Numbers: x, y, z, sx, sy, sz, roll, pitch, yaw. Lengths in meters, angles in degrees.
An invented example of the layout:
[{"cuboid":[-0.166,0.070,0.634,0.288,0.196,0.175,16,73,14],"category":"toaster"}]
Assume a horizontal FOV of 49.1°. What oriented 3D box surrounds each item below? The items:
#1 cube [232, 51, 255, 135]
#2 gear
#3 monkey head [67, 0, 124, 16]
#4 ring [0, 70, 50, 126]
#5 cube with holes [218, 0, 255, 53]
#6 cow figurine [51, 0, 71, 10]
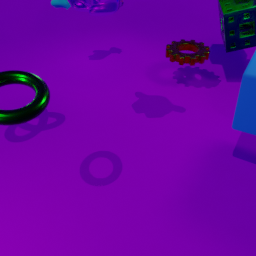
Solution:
[{"cuboid":[3.085,-0.694,5.693,1.376,1.376,1.376,18,47,25],"category":"cube"},{"cuboid":[1.943,-2.495,9.179,1.407,0.260,1.407,-1,41,1],"category":"gear"},{"cuboid":[-0.505,-2.799,5.335,1.905,1.148,1.370,25,32,18],"category":"monkey head"},{"cuboid":[-1.753,-0.482,4.235,1.121,0.224,1.121,5,48,-5],"category":"ring"},{"cuboid":[3.513,-3.282,8.548,1.242,1.242,1.242,-9,42,16],"category":"cube with holes"},{"cuboid":[-1.877,-4.450,8.997,1.195,1.214,0.667,-1,15,-1],"category":"cow figurine"}]
